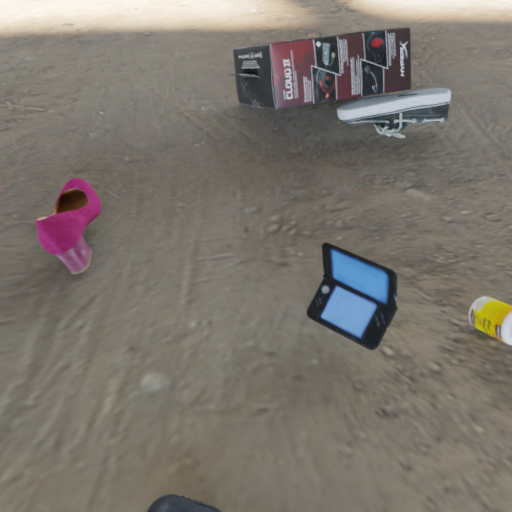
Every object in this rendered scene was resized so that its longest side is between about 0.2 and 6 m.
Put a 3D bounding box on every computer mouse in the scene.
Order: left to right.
[{"bbox_3d":[-0.251,2.673,5.316,1.745,0.297,0.512,11,39,13],"label":"computer mouse"}]

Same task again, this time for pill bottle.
[{"bbox_3d":[3.198,0.857,7.238,0.460,0.460,0.843,-14,18,-17],"label":"pill bottle"}]

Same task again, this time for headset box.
[{"bbox_3d":[1.202,-4.111,12.354,3.507,1.316,2.607,-12,21,-15],"label":"headset box"}]

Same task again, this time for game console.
[{"bbox_3d":[1.170,0.511,7.097,1.097,0.638,0.964,26,86,34],"label":"game console"}]

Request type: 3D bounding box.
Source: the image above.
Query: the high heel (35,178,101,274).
[{"bbox_3d":[-3.005,-0.824,8.860,0.771,1.100,2.288,-23,44,-1],"label":"high heel"}]

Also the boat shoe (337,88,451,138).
[{"bbox_3d":[2.911,-2.949,11.820,2.469,0.843,0.912,-13,26,-15],"label":"boat shoe"}]
